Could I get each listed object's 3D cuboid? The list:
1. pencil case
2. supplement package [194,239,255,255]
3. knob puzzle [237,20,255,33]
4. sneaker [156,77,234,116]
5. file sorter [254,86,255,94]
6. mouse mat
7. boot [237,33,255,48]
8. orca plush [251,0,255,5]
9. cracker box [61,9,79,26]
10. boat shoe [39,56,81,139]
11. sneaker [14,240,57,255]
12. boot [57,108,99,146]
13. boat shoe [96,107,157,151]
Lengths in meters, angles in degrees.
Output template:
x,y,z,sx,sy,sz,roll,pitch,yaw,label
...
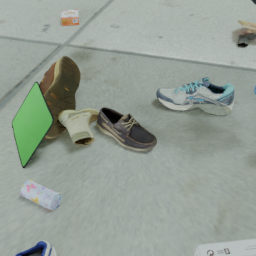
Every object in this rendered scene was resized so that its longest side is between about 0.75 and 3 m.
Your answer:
x,y,z,sx,sy,sz,roll,pitch,yaw,label
-1.657,1.264,5.358,0.788,0.327,0.357,17,42,18,pencil case
1.667,2.534,2.968,1.608,1.597,2.119,-4,42,-4,supplement package
5.178,-3.839,11.014,2.040,0.283,2.040,11,30,-7,knob puzzle
1.791,-0.976,7.444,2.051,0.885,0.796,6,42,7,sneaker
4.328,-1.324,7.879,1.234,0.856,0.757,-21,43,-22,file sorter
-2.211,-0.127,6.351,0.065,1.384,1.720,21,25,-41,mouse mat
4.455,-3.281,10.484,0.721,0.288,0.793,-2,33,19,boot
2.784,-2.664,4.986,2.684,0.954,1.412,38,46,7,orca plush
-2.508,-4.817,12.180,0.730,0.315,1.090,-6,41,-7,cracker box
-1.957,-0.750,7.304,0.912,0.972,2.702,-21,43,27,boat shoe
-1.722,2.153,4.175,1.321,0.582,0.497,-33,52,-30,sneaker
-1.002,-0.027,6.707,1.171,0.422,0.906,-7,53,-47,boot
-0.085,0.000,6.559,1.659,0.608,0.618,23,47,23,boat shoe
